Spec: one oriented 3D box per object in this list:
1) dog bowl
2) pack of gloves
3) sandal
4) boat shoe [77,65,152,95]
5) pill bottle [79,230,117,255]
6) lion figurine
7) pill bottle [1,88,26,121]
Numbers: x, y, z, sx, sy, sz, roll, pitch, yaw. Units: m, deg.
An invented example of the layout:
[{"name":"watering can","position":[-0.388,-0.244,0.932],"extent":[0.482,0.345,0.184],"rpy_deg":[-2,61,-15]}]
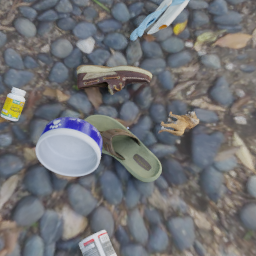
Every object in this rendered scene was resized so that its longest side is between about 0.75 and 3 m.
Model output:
[{"name":"dog bowl","position":[-1.544,0.532,7.525],"extent":[1.683,1.683,0.663],"rpy_deg":[4,43,2]},{"name":"pack of gloves","position":[1.217,-4.173,9.313],"extent":[0.584,2.486,2.959],"rpy_deg":[47,70,-24]},{"name":"sandal","position":[-0.166,0.462,8.128],"extent":[2.775,0.792,1.102],"rpy_deg":[34,74,12]},{"name":"boat shoe","position":[-0.458,-1.486,9.015],"extent":[2.431,0.877,0.875],"rpy_deg":[3,83,-1]},{"name":"pill bottle","position":[-0.635,3.318,6.955],"extent":[0.751,0.751,1.318],"rpy_deg":[-24,69,-10]},{"name":"lion figurine","position":[1.498,-0.062,8.187],"extent":[0.876,0.518,1.430],"rpy_deg":[24,41,17]},{"name":"pill bottle","position":[-3.497,-0.734,8.613],"extent":[0.535,0.535,0.948],"rpy_deg":[22,93,9]}]
